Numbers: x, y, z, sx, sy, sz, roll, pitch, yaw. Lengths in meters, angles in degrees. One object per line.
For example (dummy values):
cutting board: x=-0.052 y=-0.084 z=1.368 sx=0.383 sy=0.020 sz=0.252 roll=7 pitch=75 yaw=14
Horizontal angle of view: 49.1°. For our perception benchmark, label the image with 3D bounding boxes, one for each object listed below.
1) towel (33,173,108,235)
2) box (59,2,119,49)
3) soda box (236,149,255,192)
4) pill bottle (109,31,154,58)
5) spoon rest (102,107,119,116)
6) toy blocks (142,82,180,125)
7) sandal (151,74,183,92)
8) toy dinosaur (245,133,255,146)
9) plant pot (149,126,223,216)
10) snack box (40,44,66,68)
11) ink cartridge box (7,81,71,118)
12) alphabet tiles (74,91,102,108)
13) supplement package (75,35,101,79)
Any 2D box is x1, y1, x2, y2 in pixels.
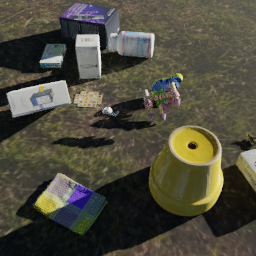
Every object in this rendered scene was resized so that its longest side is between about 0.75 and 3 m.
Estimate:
towel: x=-1.953 y=2.492 z=9.386 sx=2.135 sy=0.243 sz=1.534 roll=24 pitch=51 yaw=20
box: x=-2.150 y=-5.948 z=16.154 sx=2.853 sy=1.488 sz=2.111 roll=12 pitch=48 yaw=12
soda box: x=4.646 y=1.746 z=9.758 sx=0.639 sy=0.687 sz=2.013 roll=-14 pitch=49 yaw=-12
pill bottle: x=0.198 y=-4.485 z=14.999 sx=2.312 sy=1.257 sz=1.257 roll=7 pitch=48 yaw=7
spoon rest: x=-0.765 y=-0.712 z=12.319 sx=0.862 sy=0.261 sz=0.428 roll=18 pitch=48 yaw=33
toy blocks: x=1.472 y=-0.969 z=12.089 sx=1.526 sy=1.633 sz=1.374 roll=-16 pitch=82 yaw=1
sandal: x=1.744 y=-1.944 z=12.650 sx=1.504 sy=0.598 sz=0.655 roll=-22 pitch=37 yaw=23
toy dinosaur: x=5.025 y=0.538 z=11.178 sx=0.391 sy=0.294 sz=0.765 roll=-18 pitch=56 yaw=2
plant pot: x=1.955 y=1.241 z=9.130 sx=2.459 sy=2.314 sz=2.459 roll=0 pitch=47 yaw=0
snack box: x=-4.009 y=-3.913 z=15.092 sx=1.066 sy=0.340 sz=1.835 roll=1 pitch=48 yaw=1
ink cartridge box: x=-3.716 y=-1.285 z=11.800 sx=2.335 sy=1.022 sz=1.697 roll=-14 pitch=14 yaw=-14
alphabet tiles: x=-1.845 y=-1.333 z=12.971 sx=1.250 sy=0.040 sz=1.040 roll=3 pitch=48 yaw=2
supplement package: x=-1.901 y=-3.457 z=13.669 sx=1.075 sy=1.839 sz=1.078 roll=-3 pitch=48 yaw=-2
